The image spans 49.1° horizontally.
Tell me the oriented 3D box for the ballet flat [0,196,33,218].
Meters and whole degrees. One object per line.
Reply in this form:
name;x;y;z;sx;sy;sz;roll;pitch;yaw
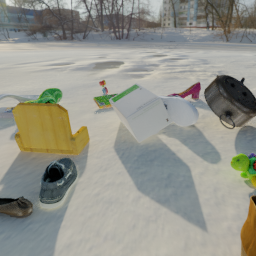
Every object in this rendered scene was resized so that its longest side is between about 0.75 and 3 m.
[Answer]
ballet flat;-2.650;1.498;5.511;1.576;0.365;0.531;2;20;6

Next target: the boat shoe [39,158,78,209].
boat shoe;-1.566;1.057;6.409;0.690;0.585;1.895;0;20;1

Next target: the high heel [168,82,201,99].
high heel;2.817;-1.872;14.121;1.819;0.873;0.613;-3;20;-8

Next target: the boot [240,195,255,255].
boot;1.975;1.741;3.602;0.592;1.205;1.683;-4;20;-9

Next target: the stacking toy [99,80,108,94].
stacking toy;-1.415;-2.237;15.447;0.327;0.774;0.701;-20;12;-20

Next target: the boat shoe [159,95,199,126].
boat shoe;1.987;-0.784;11.054;0.982;1.040;2.898;-10;15;-23

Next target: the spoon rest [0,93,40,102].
spoon rest;-4.712;-1.195;12.345;1.352;0.825;2.721;18;27;40

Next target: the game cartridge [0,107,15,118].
game cartridge;-4.752;-0.675;11.733;1.408;0.292;0.937;-5;16;-12

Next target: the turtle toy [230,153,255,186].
turtle toy;3.092;0.924;6.692;1.274;0.644;0.928;0;20;1

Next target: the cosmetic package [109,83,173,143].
cosmetic package;0.354;-0.616;9.784;1.335;1.052;2.481;-32;24;-5

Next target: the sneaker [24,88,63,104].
sneaker;-3.374;-0.936;11.683;1.051;0.932;2.516;11;30;15

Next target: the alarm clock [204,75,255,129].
alarm clock;3.762;-0.890;10.135;1.993;0.984;2.955;36;45;-3

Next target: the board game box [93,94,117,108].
board game box;-0.872;-1.282;13.114;1.380;0.207;0.659;-15;53;-32

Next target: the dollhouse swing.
dollhouse swing;-2.245;-0.148;8.301;1.811;1.592;1.645;2;20;9
